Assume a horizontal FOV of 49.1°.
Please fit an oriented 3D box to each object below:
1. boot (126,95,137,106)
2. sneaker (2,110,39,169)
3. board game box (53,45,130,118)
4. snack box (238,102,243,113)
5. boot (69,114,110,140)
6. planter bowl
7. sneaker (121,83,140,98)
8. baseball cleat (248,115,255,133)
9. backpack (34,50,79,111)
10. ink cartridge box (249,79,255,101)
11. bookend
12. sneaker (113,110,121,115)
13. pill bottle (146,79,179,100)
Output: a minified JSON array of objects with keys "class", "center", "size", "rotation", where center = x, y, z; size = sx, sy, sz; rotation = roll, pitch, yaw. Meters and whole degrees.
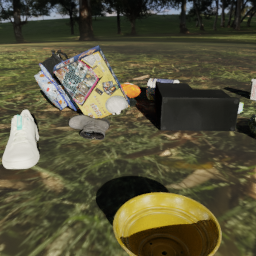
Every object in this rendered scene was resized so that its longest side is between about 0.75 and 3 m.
[{"class":"boot","center":[-0.300,-1.386,14.047],"size":[1.211,0.462,1.017],"rotation":[-6,25,-33]},{"class":"sneaker","center":[-3.426,0.256,8.939],"size":[1.082,1.273,2.877],"rotation":[-5,23,-15]},{"class":"board game box","center":[-1.305,-1.568,10.746],"size":[1.846,2.726,0.472],"rotation":[-21,41,12]},{"class":"snack box","center":[4.396,-0.937,12.930],"size":[1.455,0.493,1.227],"rotation":[-18,28,-41]},{"class":"boot","center":[-1.601,-0.020,10.610],"size":[1.722,0.601,1.133],"rotation":[1,27,14]},{"class":"planter bowl","center":[0.682,2.054,5.146],"size":[1.894,0.789,1.894],"rotation":[0,23,0]},{"class":"sneaker","center":[-0.640,-1.795,14.833],"size":[2.603,0.950,1.004],"rotation":[-2,39,11]},{"class":"baseball cleat","center":[5.457,0.083,9.768],"size":[1.497,0.981,2.813],"rotation":[-3,23,-8]},{"class":"backpack","center":[-2.795,-1.855,12.427],"size":[1.891,2.338,2.455],"rotation":[-39,49,0]},{"class":"ink cartridge box","center":[7.073,-1.910,14.618],"size":[0.601,1.027,1.771],"rotation":[-16,26,-34]},{"class":"bookend","center":[2.705,-1.025,11.982],"size":[2.934,1.360,2.953],"rotation":[0,22,-1]},{"class":"sneaker","center":[-0.787,-0.999,12.498],"size":[0.530,0.706,1.417],"rotation":[-2,17,-37]},{"class":"pill bottle","center":[2.062,-1.958,14.606],"size":[2.024,1.123,1.123],"rotation":[7,23,18]}]
